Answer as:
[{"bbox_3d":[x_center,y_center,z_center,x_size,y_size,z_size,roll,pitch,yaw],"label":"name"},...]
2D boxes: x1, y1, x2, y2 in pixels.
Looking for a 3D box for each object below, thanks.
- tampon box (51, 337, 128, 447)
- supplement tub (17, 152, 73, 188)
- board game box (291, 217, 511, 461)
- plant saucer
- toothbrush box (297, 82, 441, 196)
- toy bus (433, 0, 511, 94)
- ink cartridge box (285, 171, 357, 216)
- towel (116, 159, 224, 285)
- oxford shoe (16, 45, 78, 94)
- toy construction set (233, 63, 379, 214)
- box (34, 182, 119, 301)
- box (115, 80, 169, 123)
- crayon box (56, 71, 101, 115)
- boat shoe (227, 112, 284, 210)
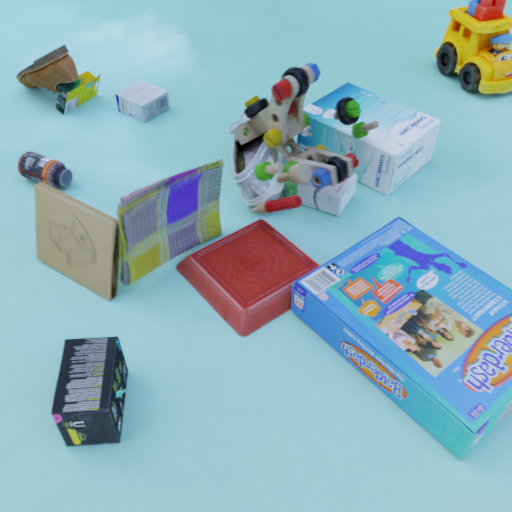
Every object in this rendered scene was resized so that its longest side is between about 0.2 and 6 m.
[{"bbox_3d":[-2.090,1.718,7.135,0.700,0.831,1.108,-3,44,-3],"label":"tampon box"},{"bbox_3d":[-4.064,-1.640,10.840,1.016,0.543,0.543,21,48,19],"label":"supplement tub"},{"bbox_3d":[2.428,0.936,8.031,2.398,0.709,3.153,-29,51,-27],"label":"board game box"},{"bbox_3d":[-0.034,0.186,9.087,1.919,0.352,1.916,-28,51,-27],"label":"plant saucer"},{"bbox_3d":[2.226,-2.429,11.322,2.307,0.984,1.689,32,52,28],"label":"toothbrush box"},{"bbox_3d":[5.579,-5.258,13.460,1.513,2.140,2.229,-13,47,-15],"label":"toy bus"},{"bbox_3d":[1.219,-1.283,10.481,1.110,0.467,0.810,21,50,23],"label":"ink cartridge box"},{"bbox_3d":[-1.298,-0.534,8.818,0.250,1.578,2.197,32,43,29],"label":"towel"},{"bbox_3d":[-4.839,-4.108,12.970,0.886,0.885,2.484,-43,29,-25],"label":"oxford shoe"},{"bbox_3d":[0.450,-1.839,9.829,1.966,2.134,2.559,-7,51,52],"label":"toy construction set"},{"bbox_3d":[-2.826,-0.237,8.775,1.698,1.388,0.181,25,33,23],"label":"box"},{"bbox_3d":[-2.605,-3.547,12.856,0.903,0.474,0.830,29,51,26],"label":"box"},{"bbox_3d":[-4.105,-3.805,12.942,0.284,0.711,1.120,40,51,2],"label":"crayon box"},{"bbox_3d":[-0.045,-2.113,10.819,1.054,0.917,2.860,-21,42,24],"label":"boat shoe"}]
